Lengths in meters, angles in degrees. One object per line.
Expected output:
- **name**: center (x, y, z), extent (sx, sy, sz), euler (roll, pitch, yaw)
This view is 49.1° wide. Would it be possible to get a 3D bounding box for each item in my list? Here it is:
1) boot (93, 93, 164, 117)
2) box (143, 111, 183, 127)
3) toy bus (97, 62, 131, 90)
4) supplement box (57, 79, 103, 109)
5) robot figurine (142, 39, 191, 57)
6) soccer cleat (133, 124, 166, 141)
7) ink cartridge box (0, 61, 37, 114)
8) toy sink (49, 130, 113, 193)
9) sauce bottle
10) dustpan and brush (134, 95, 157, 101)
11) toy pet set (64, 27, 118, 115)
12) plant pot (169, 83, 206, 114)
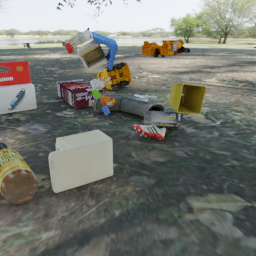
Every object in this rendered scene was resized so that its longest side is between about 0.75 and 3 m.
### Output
- **boot**: center (0.009, -0.879, 12.150), extent (2.201, 0.879, 2.421), euler (-19, 35, -37)
- **box**: center (1.252, -0.315, 10.154), extent (1.329, 0.406, 1.678), euler (2, -3, 5)
- **toy bus**: center (-1.156, -3.129, 17.296), extent (2.045, 1.446, 2.130), euler (-1, 19, 37)
- **supplement box**: center (-2.504, -1.796, 14.323), extent (1.493, 0.835, 2.743), euler (-12, 25, -29)
- **robot figurine**: center (1.088, -2.246, 7.853), extent (1.138, 0.457, 1.570), euler (8, 20, 29)
- **soccer cleat**: center (0.759, 0.055, 9.853), extent (1.206, 0.414, 0.514), euler (18, 62, 31)
- **ink cartridge box**: center (-5.435, -1.762, 12.355), extent (2.459, 2.167, 0.550), euler (-12, 24, -29)
- **toy sink**: center (-1.307, 0.790, 7.197), extent (1.644, 1.071, 0.921), euler (-14, 25, -30)
- **sauce bottle**: center (-3.038, 0.986, 7.066), extent (0.829, 0.829, 2.512), euler (-15, 25, -34)
- **dustpan and brush**: center (0.768, -1.479, 13.992), extent (1.657, 0.474, 1.157), euler (18, 27, 39)
- **toy pet set**: center (-0.776, -2.093, 8.966), extent (1.305, 2.457, 2.294), euler (-26, 30, 5)
- **plant pot**: center (1.624, -0.893, 8.030), extent (0.811, 0.811, 0.715), euler (2, 17, -26)
